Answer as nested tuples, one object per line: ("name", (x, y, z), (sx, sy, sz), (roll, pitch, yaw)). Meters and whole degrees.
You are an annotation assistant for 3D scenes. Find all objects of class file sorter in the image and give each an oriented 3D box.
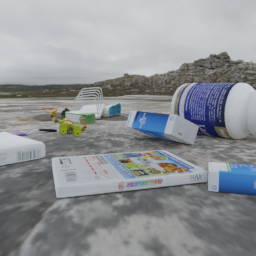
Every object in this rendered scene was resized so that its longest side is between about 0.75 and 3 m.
("file sorter", (-1.961, -1.269, 14.226), (1.218, 1.093, 1.755), (-4, 25, 6))

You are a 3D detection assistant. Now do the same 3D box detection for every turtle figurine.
("turtle figurine", (-2.091, -0.115, 9.376), (1.774, 0.571, 1.430), (26, 6, -21))

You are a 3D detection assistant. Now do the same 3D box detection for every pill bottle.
("pill bottle", (2.985, -0.573, 8.839), (1.722, 1.722, 2.975), (-7, 10, -41))

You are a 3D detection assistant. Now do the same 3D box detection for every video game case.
("video game case", (-0.090, 0.732, 4.997), (2.393, 0.216, 1.714), (-3, 8, -17))

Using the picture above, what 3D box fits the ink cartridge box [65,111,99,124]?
("ink cartridge box", (-2.009, -0.464, 12.525), (1.605, 0.476, 0.833), (7, 11, 42))

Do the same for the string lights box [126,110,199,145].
("string lights box", (0.927, -0.036, 8.104), (0.991, 0.568, 1.928), (23, -7, -38))

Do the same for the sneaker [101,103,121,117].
("sneaker", (-0.959, -1.045, 15.829), (0.782, 0.741, 1.937), (1, 6, 22))

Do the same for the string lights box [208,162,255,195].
("string lights box", (1.810, 0.769, 4.287), (1.122, 0.331, 0.577), (2, 8, 16))

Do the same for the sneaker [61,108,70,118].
("sneaker", (-3.055, -0.794, 14.754), (0.930, 0.533, 0.356), (3, 10, 2))

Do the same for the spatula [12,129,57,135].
("spatula", (-3.154, 0.119, 9.547), (1.578, 0.162, 0.446), (-6, 11, -38))

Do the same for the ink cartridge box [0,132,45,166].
("ink cartridge box", (-3.133, 0.464, 6.118), (1.890, 0.410, 1.872), (10, 13, 42))

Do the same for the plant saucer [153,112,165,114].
("plant saucer", (1.436, -0.631, 14.538), (1.073, 0.201, 1.073), (-1, 12, 0))
